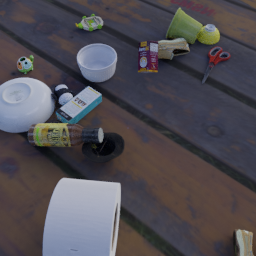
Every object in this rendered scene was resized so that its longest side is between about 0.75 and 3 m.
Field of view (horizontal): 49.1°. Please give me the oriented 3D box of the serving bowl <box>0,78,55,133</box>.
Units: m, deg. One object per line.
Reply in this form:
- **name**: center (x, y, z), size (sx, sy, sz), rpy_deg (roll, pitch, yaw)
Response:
- **serving bowl**: center (-4.357, -1.125, 11.305), size (2.665, 0.877, 2.665), rpy_deg (0, 55, 0)

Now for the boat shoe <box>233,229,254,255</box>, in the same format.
- **boat shoe**: center (3.389, 3.752, 7.870), size (0.679, 0.639, 1.782), rpy_deg (2, 54, 12)

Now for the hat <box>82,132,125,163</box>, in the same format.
- **hat**: center (-0.847, 0.825, 10.062), size (1.538, 0.621, 1.538), rpy_deg (-5, 45, 5)

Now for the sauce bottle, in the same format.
- **sauce bottle**: center (-2.242, 0.237, 10.096), size (2.678, 0.866, 0.866), rpy_deg (-2, 53, 13)

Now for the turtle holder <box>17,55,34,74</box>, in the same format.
- **turtle holder**: center (-4.640, -2.933, 12.782), size (0.831, 0.590, 0.632), rpy_deg (-23, 57, -16)

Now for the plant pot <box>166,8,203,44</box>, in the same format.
- **plant pot**: center (2.830, -4.888, 13.793), size (1.400, 1.523, 1.523), rpy_deg (27, 58, 5)

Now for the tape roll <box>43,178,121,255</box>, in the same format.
- **tape roll**: center (-1.132, 2.625, 7.659), size (1.640, 2.389, 2.389), rpy_deg (5, 54, 4)

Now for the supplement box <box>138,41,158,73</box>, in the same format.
- **supplement box**: center (0.742, -2.616, 10.369), size (0.474, 1.106, 0.610), rpy_deg (-5, 9, -41)

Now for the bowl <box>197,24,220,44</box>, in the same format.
- **bowl**: center (4.099, -4.836, 14.140), size (1.166, 0.627, 1.166), rpy_deg (0, 53, 0)

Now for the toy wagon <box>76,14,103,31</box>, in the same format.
- **toy wagon**: center (-2.064, -5.537, 14.860), size (1.436, 0.284, 1.114), rpy_deg (-20, 56, -13)

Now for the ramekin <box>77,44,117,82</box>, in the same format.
- **ramekin**: center (-1.351, -2.854, 12.525), size (1.749, 0.918, 1.749), rpy_deg (0, 54, 0)

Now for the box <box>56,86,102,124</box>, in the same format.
- **box**: center (-1.955, -0.876, 11.374), size (0.764, 0.456, 1.856), rpy_deg (34, 61, 22)

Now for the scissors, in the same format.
- **scissors**: center (3.832, -2.988, 13.114), size (0.980, 0.187, 2.678), rpy_deg (36, 63, 21)

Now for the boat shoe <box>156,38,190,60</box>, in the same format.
- **boat shoe**: center (1.852, -3.612, 13.189), size (2.344, 0.840, 0.893), rpy_deg (-19, 68, -13)

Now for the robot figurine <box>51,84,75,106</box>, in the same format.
- **robot figurine**: center (-2.699, -1.371, 11.636), size (0.772, 0.641, 1.028), rpy_deg (-35, 60, -4)
